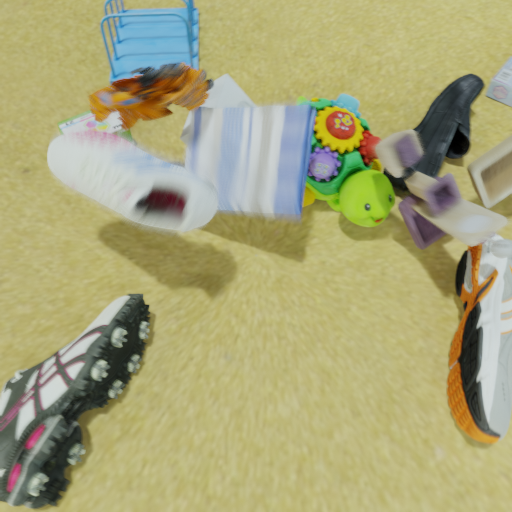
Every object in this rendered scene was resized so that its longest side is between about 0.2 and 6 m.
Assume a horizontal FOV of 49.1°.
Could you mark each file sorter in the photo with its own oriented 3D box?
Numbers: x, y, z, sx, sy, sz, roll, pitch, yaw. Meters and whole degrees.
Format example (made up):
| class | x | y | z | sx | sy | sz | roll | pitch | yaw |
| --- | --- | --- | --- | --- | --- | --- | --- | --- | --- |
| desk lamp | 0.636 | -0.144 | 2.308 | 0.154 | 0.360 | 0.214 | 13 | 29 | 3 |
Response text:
| class | x | y | z | sx | sy | sz | roll | pitch | yaw |
| --- | --- | --- | --- | --- | --- | --- | --- | --- | --- |
| file sorter | -2.112 | -4.885 | 11.408 | 1.758 | 1.554 | 2.534 | -2 | 54 | -3 |

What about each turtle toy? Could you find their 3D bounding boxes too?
| class | x | y | z | sx | sy | sz | roll | pitch | yaw |
| --- | --- | --- | --- | --- | --- | --- | --- | --- | --- |
| turtle toy | 1.312 | -1.571 | 9.074 | 1.870 | 1.297 | 2.565 | -23 | 78 | -20 |

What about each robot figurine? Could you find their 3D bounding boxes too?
| class | x | y | z | sx | sy | sz | roll | pitch | yaw |
| --- | --- | --- | --- | --- | --- | --- | --- | --- | --- |
| robot figurine | -1.471 | -2.309 | 8.131 | 1.730 | 1.254 | 0.504 | -9 | 88 | 26 |

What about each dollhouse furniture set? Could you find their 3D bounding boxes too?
| class | x | y | z | sx | sy | sz | roll | pitch | yaw |
| --- | --- | --- | --- | --- | --- | --- | --- | --- | --- |
| dollhouse furniture set | 3.313 | -1.190 | 7.524 | 2.519 | 1.996 | 1.788 | -34 | 29 | -2 |

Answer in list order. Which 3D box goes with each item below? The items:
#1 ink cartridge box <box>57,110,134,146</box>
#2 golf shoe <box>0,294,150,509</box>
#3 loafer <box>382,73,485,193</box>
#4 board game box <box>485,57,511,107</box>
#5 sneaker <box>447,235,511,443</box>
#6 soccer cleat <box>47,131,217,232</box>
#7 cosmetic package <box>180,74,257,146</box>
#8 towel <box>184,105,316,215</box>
| class | x | y | z | sx | sy | sz | roll | pitch | yaw |
| --- | --- | --- | --- | --- | --- | --- | --- | --- | --- |
| ink cartridge box | -2.667 | -1.930 | 9.911 | 1.094 | 0.561 | 1.480 | -28 | 59 | -19 |
| golf shoe | -2.453 | 1.574 | 7.113 | 1.310 | 1.148 | 2.974 | 18 | 56 | 19 |
| loafer | 3.316 | -2.113 | 9.845 | 1.014 | 0.980 | 2.887 | 34 | 66 | 16 |
| board game box | 5.963 | -3.418 | 11.044 | 2.063 | 0.426 | 2.068 | 34 | 61 | 21 |
| sneaker | 3.491 | 1.013 | 7.497 | 1.458 | 1.200 | 3.169 | 16 | 57 | 6 |
| soccer cleat | -1.682 | -0.957 | 7.058 | 2.445 | 0.854 | 1.055 | 18 | 25 | 8 |
| cosmetic package | -0.504 | -2.140 | 9.558 | 0.757 | 1.228 | 1.232 | -19 | 44 | 36 |
| towel | -0.193 | -1.421 | 8.098 | 2.115 | 0.252 | 1.553 | 9 | 91 | 33 |
